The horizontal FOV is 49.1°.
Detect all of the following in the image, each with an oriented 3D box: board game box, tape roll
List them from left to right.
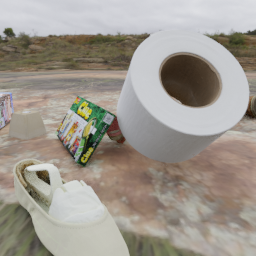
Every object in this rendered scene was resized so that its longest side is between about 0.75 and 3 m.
[{"bbox_3d":[-5.644,-0.608,10.629,1.868,1.134,2.342,-2,15,-6],"label":"board game box"},{"bbox_3d":[-1.353,-0.061,8.069,0.339,1.512,2.886,34,-3,-28],"label":"board game box"},{"bbox_3d":[1.192,-0.701,6.819,2.734,2.734,1.877,-3,-24,-13],"label":"tape roll"}]

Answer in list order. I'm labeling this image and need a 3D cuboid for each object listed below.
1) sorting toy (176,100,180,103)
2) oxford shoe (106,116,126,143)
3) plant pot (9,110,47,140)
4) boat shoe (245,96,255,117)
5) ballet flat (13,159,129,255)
[{"bbox_3d":[3.832,-1.326,12.636,2.787,1.489,2.509,14,20,42],"label":"sorting toy"},{"bbox_3d":[-0.195,0.121,8.477,0.736,0.781,2.088,-11,12,9],"label":"oxford shoe"},{"bbox_3d":[-3.466,-0.159,9.591,0.919,0.814,0.918,7,16,28],"label":"plant pot"},{"bbox_3d":[5.549,-0.982,12.739,0.917,0.970,2.696,5,5,32],"label":"boat shoe"},{"bbox_3d":[-1.058,1.139,4.337,1.005,1.005,2.894,-13,20,-40],"label":"ballet flat"}]
